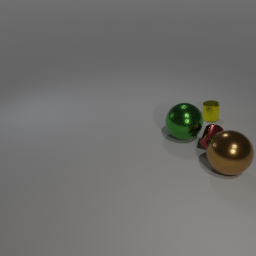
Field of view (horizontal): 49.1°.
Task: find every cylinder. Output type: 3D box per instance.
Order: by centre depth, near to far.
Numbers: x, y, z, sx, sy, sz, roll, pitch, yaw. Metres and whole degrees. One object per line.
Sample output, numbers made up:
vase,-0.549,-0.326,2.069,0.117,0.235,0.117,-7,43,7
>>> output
cylinder,3.010,0.338,9.993,0.700,0.700,0.700,14,55,23
cylinder,3.550,-0.733,11.997,0.700,0.700,0.700,-6,29,3

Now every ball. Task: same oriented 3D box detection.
ball,3.166,0.764,8.732,1.400,1.400,1.400,0,30,0
ball,2.106,-0.247,10.503,1.400,1.400,1.400,0,30,0
